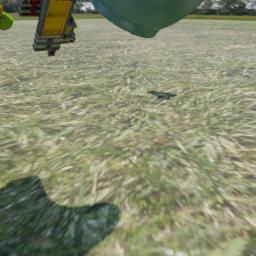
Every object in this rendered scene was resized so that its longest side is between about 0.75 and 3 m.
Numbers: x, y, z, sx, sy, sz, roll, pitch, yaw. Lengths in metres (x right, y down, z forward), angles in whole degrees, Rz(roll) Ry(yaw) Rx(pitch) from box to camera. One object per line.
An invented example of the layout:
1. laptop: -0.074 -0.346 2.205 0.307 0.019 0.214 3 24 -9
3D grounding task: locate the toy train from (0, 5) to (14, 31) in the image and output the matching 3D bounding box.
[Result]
1. toy train: -3.614 -3.207 7.446 2.563 1.483 1.085 -29 66 9

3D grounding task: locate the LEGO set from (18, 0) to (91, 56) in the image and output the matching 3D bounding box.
1. LEGO set: -0.931 -2.397 4.445 2.125 1.601 2.764 -25 76 -36

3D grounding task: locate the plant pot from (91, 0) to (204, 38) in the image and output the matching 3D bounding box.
1. plant pot: 0.149 -1.459 2.740 1.300 0.871 1.300 23 34 -17
